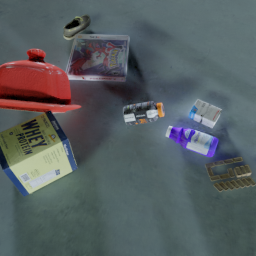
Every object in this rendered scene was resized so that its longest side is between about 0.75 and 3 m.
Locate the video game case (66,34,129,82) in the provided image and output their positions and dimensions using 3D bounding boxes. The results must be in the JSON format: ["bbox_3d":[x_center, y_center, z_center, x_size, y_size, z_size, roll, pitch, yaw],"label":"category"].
[{"bbox_3d":[-1.340,-3.343,13.032,2.683,0.338,2.944,2,55,2],"label":"video game case"}]

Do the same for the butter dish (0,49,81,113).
[{"bbox_3d":[-3.343,-1.710,10.061,2.996,2.987,2.214,5,93,4],"label":"butter dish"}]

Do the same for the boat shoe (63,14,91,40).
[{"bbox_3d":[-2.547,-5.241,14.189,0.705,0.589,1.972,30,60,13],"label":"boat shoe"}]

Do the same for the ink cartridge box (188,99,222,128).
[{"bbox_3d":[3.030,-0.563,11.012,1.049,0.442,0.766,28,59,18],"label":"ink cartridge box"}]

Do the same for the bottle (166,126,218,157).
[{"bbox_3d":[2.303,0.422,10.222,1.827,0.597,0.763,21,53,14],"label":"bottle"}]

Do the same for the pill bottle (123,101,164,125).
[{"bbox_3d":[0.602,-0.562,10.283,1.421,0.755,0.755,-9,53,18],"label":"pill bottle"}]

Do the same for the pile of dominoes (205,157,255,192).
[{"bbox_3d":[3.528,1.635,9.700,1.443,0.230,1.125,-12,56,2],"label":"pile of dominoes"}]

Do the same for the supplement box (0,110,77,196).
[{"bbox_3d":[-2.934,0.847,9.074,1.983,1.985,1.332,-27,59,-18],"label":"supplement box"}]
